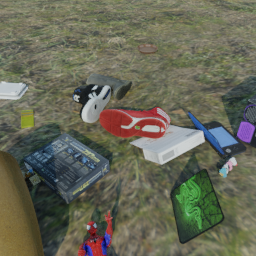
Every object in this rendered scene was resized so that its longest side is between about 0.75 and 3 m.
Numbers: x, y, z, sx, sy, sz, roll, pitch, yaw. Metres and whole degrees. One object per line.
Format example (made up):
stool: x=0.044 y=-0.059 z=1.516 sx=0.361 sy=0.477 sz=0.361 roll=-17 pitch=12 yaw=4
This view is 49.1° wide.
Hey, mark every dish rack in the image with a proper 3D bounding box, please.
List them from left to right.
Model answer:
dish rack: x=-5.529 y=-1.789 z=13.013 sx=1.431 sy=0.312 sz=1.228 roll=5 pitch=38 yaw=5

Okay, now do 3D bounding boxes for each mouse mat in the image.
mouse mat: x=1.755 y=2.033 z=7.457 sx=0.066 sy=1.400 sz=1.740 roll=35 pitch=27 yaw=-24

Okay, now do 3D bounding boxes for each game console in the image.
game console: x=3.162 y=0.098 z=9.955 sx=1.540 sy=1.068 sz=1.805 roll=-14 pitch=41 yaw=-16

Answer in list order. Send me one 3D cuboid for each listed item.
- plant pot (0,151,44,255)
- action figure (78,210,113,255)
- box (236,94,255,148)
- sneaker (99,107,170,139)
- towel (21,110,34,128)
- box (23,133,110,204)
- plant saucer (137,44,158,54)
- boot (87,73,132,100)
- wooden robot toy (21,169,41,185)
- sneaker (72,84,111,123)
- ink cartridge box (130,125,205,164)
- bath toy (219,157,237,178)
plant pot: x=-3.055 y=2.350 z=6.206 sx=2.600 sy=2.600 sz=2.790 roll=-28 pitch=61 yaw=-31
action figure: x=-0.577 y=2.996 z=6.087 sx=0.890 sy=1.350 sz=2.727 roll=-10 pitch=36 yaw=-14
box: x=5.541 y=-0.572 z=10.174 sx=1.584 sy=1.826 sz=2.987 roll=32 pitch=49 yaw=33
sneaker: x=0.345 y=-0.284 z=10.810 sx=2.672 sy=1.047 sz=1.544 roll=15 pitch=22 yaw=20
towel: x=-4.083 y=-0.391 z=11.368 sx=0.493 sy=0.103 sz=1.145 roll=-11 pitch=39 yaw=-12
box: x=-1.963 y=1.179 z=8.960 sx=2.223 sy=0.567 sz=1.753 roll=27 pitch=46 yaw=31
plant saucer: x=1.175 y=-4.744 z=16.882 sx=1.268 sy=0.218 sz=1.268 roll=-1 pitch=37 yaw=0
boot: x=-1.009 y=-1.983 z=12.920 sx=1.978 sy=0.718 sz=1.798 roll=19 pitch=27 yaw=13
wooden robot toy: x=-3.399 y=1.584 z=8.629 sx=1.512 sy=0.666 sz=0.686 roll=-5 pitch=3 yaw=-5
sneaker: x=-1.785 y=-1.038 z=11.633 sx=1.472 sy=0.961 sz=2.631 roll=7 pitch=30 yaw=15
ink cartridge box: x=1.365 y=0.517 z=9.928 sx=2.008 sy=0.449 sz=1.769 roll=-23 pitch=19 yaw=-27
bath toy: x=3.262 y=1.263 z=9.060 sx=0.827 sy=0.360 sz=0.306 roll=-32 pitch=75 yaw=-37
